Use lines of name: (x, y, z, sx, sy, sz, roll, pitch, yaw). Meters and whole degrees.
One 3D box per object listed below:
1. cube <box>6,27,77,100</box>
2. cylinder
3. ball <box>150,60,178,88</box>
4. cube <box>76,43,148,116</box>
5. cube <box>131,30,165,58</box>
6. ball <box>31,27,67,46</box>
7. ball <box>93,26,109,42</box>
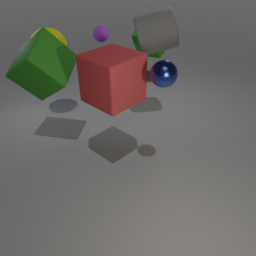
cube: (-2.711, -1.982, 8.915, 1.400, 1.400, 1.400, -19, 47, 40)
cylinder: (1.025, -3.499, 10.202, 1.400, 1.400, 1.400, -14, 31, 7)
ball: (0.906, -1.365, 7.078, 0.700, 0.700, 0.700, 0, 32, 0)
cube: (-0.431, -1.399, 7.861, 1.400, 1.400, 1.400, 28, 43, 35)
cube: (1.250, -4.755, 14.872, 1.400, 1.400, 1.400, 16, 63, 30)
ball: (-3.022, -3.085, 10.660, 1.400, 1.400, 1.400, 0, 32, 0)
ball: (-1.187, -4.133, 12.315, 0.700, 0.700, 0.700, 0, 32, 0)
